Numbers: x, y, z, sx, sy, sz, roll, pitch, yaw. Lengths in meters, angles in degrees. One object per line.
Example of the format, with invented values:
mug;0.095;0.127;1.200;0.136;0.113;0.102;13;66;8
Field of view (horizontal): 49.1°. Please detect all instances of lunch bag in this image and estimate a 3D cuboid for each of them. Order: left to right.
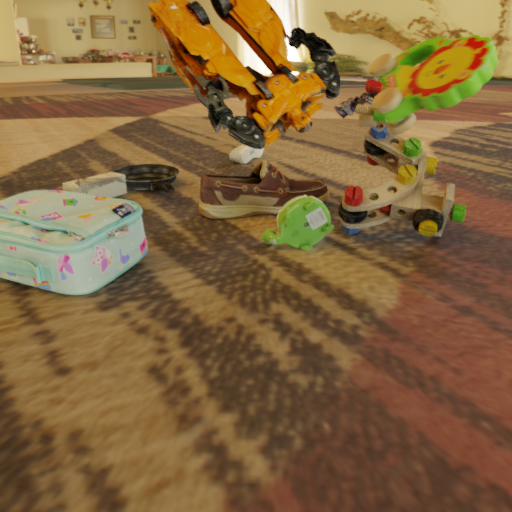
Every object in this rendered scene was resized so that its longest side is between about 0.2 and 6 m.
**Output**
lunch bag;-3.021;-0.284;8.435;2.498;0.963;2.003;9;24;22

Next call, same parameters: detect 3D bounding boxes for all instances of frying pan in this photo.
frying pan;-2.201;-1.732;12.816;2.589;0.421;1.566;20;30;37

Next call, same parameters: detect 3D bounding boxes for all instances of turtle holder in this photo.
turtle holder;0.703;-0.516;9.413;0.833;1.096;0.778;27;13;-22

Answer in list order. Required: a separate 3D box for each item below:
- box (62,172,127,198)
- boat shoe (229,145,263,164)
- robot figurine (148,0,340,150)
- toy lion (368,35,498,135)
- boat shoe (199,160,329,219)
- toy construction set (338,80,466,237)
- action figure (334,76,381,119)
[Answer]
box;-3.452;-1.447;12.042;0.535;0.446;1.303;15;26;32
boat shoe;-0.265;-2.947;15.797;0.525;0.552;1.532;11;34;23
robot figurine;-0.108;-2.128;6.080;1.568;2.163;0.630;-36;-10;-9
toy lion;2.403;-2.489;7.640;1.619;0.580;1.689;-26;36;28
boat shoe;0.200;-1.403;11.175;2.774;0.998;1.001;-7;23;-17
toy construction set;2.706;-1.541;9.713;2.051;2.670;2.227;13;33;18
action figure;2.086;-3.007;10.548;1.208;0.419;0.786;-23;25;43
